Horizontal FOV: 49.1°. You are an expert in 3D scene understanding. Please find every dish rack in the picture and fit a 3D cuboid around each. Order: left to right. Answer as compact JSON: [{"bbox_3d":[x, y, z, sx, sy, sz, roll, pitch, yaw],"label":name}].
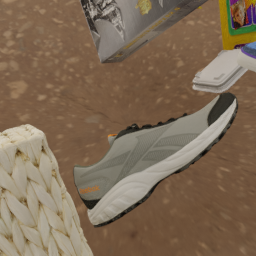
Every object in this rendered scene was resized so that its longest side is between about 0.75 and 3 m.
[{"bbox_3d":[2.022,-1.282,5.986,1.269,0.276,1.089,-42,25,-10],"label":"dish rack"}]

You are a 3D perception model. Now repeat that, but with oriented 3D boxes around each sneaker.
[{"bbox_3d":[0.438,0.274,4.373,2.961,1.094,1.174,-35,77,-4],"label":"sneaker"},{"bbox_3d":[2.746,-1.544,3.708,2.270,1.662,0.914,10,31,24],"label":"sneaker"}]

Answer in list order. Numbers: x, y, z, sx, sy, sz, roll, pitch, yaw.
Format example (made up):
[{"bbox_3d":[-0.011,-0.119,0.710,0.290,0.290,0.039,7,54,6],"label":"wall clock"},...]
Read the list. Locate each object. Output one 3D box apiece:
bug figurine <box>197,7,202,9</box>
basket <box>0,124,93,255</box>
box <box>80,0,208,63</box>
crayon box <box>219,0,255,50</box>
[{"bbox_3d":[0.939,-3.349,6.884,1.756,0.583,2.265,-1,27,-15],"label":"bug figurine"},{"bbox_3d":[-1.221,1.106,2.840,1.340,2.172,1.472,-24,14,-22],"label":"basket"},{"bbox_3d":[0.107,-2.801,5.380,0.661,2.735,2.166,-15,86,-41],"label":"box"},{"bbox_3d":[3.063,-2.957,5.639,0.870,2.575,2.985,-15,16,-16],"label":"crayon box"}]
